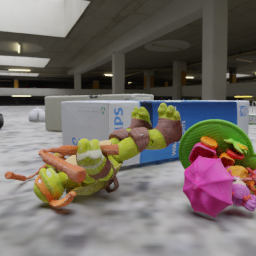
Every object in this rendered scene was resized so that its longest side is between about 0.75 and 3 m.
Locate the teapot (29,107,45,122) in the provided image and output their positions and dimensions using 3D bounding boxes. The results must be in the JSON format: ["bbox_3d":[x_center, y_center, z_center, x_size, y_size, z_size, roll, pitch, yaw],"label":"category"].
[{"bbox_3d":[-3.720,-0.557,11.557,0.809,0.591,0.798,4,7,27],"label":"teapot"}]

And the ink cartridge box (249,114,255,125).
[{"bbox_3d":[4.578,-0.327,10.321,1.263,0.375,0.656,0,6,0],"label":"ink cartridge box"}]

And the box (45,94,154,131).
[{"bbox_3d":[-0.839,-0.395,7.663,2.966,1.014,1.219,3,6,31],"label":"box"}]

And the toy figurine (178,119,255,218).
[{"bbox_3d":[0.815,0.436,2.351,0.945,0.709,0.870,26,26,10],"label":"toy figurine"}]

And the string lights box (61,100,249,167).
[{"bbox_3d":[0.539,-0.035,4.730,2.927,0.863,1.504,-4,7,-35],"label":"string lights box"}]

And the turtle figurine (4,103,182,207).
[{"bbox_3d":[-0.213,0.273,2.509,1.513,0.604,1.876,-28,2,-28],"label":"turtle figurine"}]

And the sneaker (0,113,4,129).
[{"bbox_3d":[-4.546,-0.253,8.510,1.010,0.711,1.902,0,14,-43],"label":"sneaker"}]

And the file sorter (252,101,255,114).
[{"bbox_3d":[6.424,-0.793,12.756,1.344,0.837,0.933,2,6,14],"label":"file sorter"}]
